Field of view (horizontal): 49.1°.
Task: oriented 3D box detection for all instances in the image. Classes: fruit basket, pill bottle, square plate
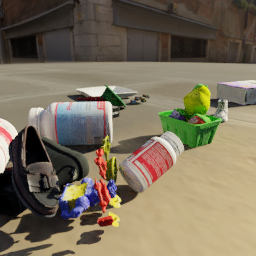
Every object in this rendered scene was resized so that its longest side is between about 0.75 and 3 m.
[{"bbox_3d":[2.073,-0.498,9.224,1.428,1.980,1.980,-11,20,-33],"label":"fruit basket"},{"bbox_3d":[-3.424,0.609,6.555,1.258,1.258,2.241,-2,17,-8],"label":"pill bottle"},{"bbox_3d":[0.542,0.710,6.204,1.397,0.784,0.784,-37,32,-21],"label":"pill bottle"},{"bbox_3d":[-1.750,-0.141,8.841,2.485,1.351,1.351,-1,17,-5],"label":"pill bottle"},{"bbox_3d":[-1.341,-2.127,17.052,2.928,0.416,2.900,-9,18,-27],"label":"square plate"}]

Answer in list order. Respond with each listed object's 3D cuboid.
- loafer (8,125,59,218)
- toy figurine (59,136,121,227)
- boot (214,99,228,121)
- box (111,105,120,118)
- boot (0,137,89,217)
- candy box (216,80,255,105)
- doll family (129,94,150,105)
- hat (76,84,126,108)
[{"bbox_3d":[-1.678,0.684,5.019,0.695,0.609,1.932,15,27,-45],"label":"loafer"},{"bbox_3d":[-0.883,1.076,5.356,1.237,1.089,2.065,-17,21,7],"label":"toy figurine"},{"bbox_3d":[4.005,-0.809,12.067,0.595,0.773,1.617,4,17,14],"label":"boot"},{"bbox_3d":[-1.638,-0.677,12.190,2.055,0.455,1.646,-16,22,-42],"label":"box"},{"bbox_3d":[-2.293,0.937,6.068,2.339,0.893,1.965,11,21,37],"label":"boot"},{"bbox_3d":[6.809,-2.036,15.802,2.672,0.956,2.242,-7,18,-21],"label":"candy box"},{"bbox_3d":[0.596,-1.544,15.118,1.145,0.449,0.662,-10,24,-22],"label":"doll family"},{"bbox_3d":[-1.235,-1.128,13.885,1.600,1.506,1.818,-43,54,-2],"label":"hat"}]
